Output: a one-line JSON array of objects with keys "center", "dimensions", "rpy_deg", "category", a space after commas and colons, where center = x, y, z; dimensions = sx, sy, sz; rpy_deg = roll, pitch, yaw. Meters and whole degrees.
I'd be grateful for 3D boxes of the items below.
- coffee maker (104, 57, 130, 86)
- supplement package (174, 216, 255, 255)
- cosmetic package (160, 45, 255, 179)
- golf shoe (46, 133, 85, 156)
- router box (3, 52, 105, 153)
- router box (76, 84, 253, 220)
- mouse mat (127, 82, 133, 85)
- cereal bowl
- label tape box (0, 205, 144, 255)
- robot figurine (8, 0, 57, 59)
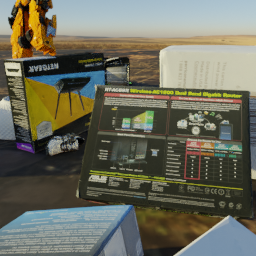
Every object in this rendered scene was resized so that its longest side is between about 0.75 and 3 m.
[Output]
[{"center": [-1.014, -2.705, 13.626], "dimensions": [2.200, 1.482, 2.113], "rpy_deg": [0, 15, -1], "category": "coffee maker"}, {"center": [0.407, 1.606, 1.255], "dimensions": [1.920, 1.065, 1.495], "rpy_deg": [-16, 37, -37], "category": "supplement package"}, {"center": [1.888, -0.570, 6.052], "dimensions": [2.289, 2.303, 2.752], "rpy_deg": [3, 18, 11], "category": "cosmetic package"}, {"center": [-1.394, 0.361, 6.320], "dimensions": [0.488, 0.402, 1.033], "rpy_deg": [10, 23, 27], "category": "golf shoe"}, {"center": [-1.639, -0.810, 7.157], "dimensions": [0.704, 2.057, 2.758], "rpy_deg": [10, 22, 31], "category": "router box"}, {"center": [0.563, 0.319, 4.243], "dimensions": [2.388, 1.789, 0.742], "rpy_deg": [4, -19, 10], "category": "router box"}, {"center": [-1.502, -2.205, 14.270], "dimensions": [2.407, 0.113, 2.992], "rpy_deg": [14, 23, 37], "category": "mouse mat"}, {"center": [-2.956, -0.433, 7.906], "dimensions": [2.114, 0.880, 2.114], "rpy_deg": [-1, 19, 0], "category": "cereal bowl"}, {"center": [-0.803, 1.284, 2.280], "dimensions": [1.397, 0.613, 1.937], "rpy_deg": [-9, 3, 18], "category": "label tape box"}, {"center": [-2.797, -3.092, 8.281], "dimensions": [1.885, 2.600, 0.757], "rpy_deg": [-22, -27, 28], "category": "robot figurine"}]
